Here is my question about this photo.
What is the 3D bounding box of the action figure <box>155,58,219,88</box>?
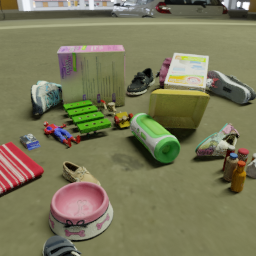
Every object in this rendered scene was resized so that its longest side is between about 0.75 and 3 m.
[{"bbox_3d":[2.807,-2.250,13.202,2.849,1.908,2.122,19,-2,16],"label":"action figure"}]

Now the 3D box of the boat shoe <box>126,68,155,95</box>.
[{"bbox_3d":[0.643,-2.314,13.510,0.964,0.855,2.578,14,30,27],"label":"boat shoe"}]

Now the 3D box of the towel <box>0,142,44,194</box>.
[{"bbox_3d":[-3.704,1.251,7.110,2.602,0.293,1.882,-26,38,-38],"label":"towel"}]

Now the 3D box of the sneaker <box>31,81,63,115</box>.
[{"bbox_3d":[-3.258,-1.358,11.477,1.160,1.043,2.687,0,27,-7],"label":"sneaker"}]

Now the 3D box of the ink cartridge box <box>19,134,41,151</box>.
[{"bbox_3d":[-3.102,0.434,8.873,0.397,0.157,0.799,-20,34,-35],"label":"ink cartridge box"}]

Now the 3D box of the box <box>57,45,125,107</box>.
[{"bbox_3d":[-1.435,-2.153,11.614,2.584,2.273,1.249,-3,27,-5],"label":"box"}]

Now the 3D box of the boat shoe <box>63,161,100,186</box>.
[{"bbox_3d":[-1.212,1.195,7.083,1.222,0.397,0.441,20,33,34],"label":"boat shoe"}]

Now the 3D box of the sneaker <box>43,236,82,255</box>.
[{"bbox_3d":[-1.072,2.264,4.770,0.597,0.604,1.521,-17,30,-27],"label":"sneaker"}]

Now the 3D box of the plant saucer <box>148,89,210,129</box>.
[{"bbox_3d":[1.566,-0.676,9.193,1.809,1.809,0.438,2,57,1],"label":"plant saucer"}]

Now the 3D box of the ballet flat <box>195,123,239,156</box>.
[{"bbox_3d":[2.818,0.438,8.424,0.712,0.692,2.001,40,43,25],"label":"ballet flat"}]

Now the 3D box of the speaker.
[{"bbox_3d":[0.756,0.243,8.486,0.877,0.877,1.983,-11,29,-20],"label":"speaker"}]

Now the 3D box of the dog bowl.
[{"bbox_3d":[-1.014,1.688,5.985,1.395,0.514,1.395,-1,27,0],"label":"dog bowl"}]

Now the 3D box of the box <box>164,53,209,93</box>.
[{"bbox_3d":[2.342,-1.779,11.270,1.520,1.369,2.702,9,40,12],"label":"box"}]

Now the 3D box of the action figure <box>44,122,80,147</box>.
[{"bbox_3d":[-2.286,0.117,9.248,1.723,0.445,0.564,20,36,39],"label":"action figure"}]

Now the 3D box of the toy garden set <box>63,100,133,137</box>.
[{"bbox_3d":[-1.096,-0.423,10.270,1.988,0.476,2.385,-13,29,-21],"label":"toy garden set"}]

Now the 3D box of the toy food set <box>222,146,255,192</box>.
[{"bbox_3d":[3.011,0.856,7.333,1.726,0.777,0.824,-24,36,-39],"label":"toy food set"}]

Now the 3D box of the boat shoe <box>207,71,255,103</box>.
[{"bbox_3d":[4.615,-1.922,12.664,0.889,0.961,2.602,-8,29,-28],"label":"boat shoe"}]
